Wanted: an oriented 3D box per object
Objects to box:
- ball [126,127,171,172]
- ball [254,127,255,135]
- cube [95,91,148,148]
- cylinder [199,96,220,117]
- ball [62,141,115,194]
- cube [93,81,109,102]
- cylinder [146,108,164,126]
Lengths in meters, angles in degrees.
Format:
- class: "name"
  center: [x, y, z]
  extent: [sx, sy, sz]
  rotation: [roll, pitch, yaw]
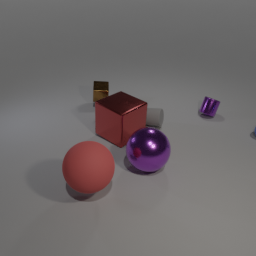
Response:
- class: "ball"
  center: [0.632, 0.671, 8.751]
  extent: [1.400, 1.400, 1.400]
  rotation: [0, 29, 0]
- class: "ball"
  center: [5.125, 0.105, 10.505]
  extent: [0.700, 0.700, 0.700]
  rotation: [0, 29, 0]
- class: "cube"
  center: [-0.268, -0.366, 10.543]
  extent: [1.400, 1.400, 1.400]
  rotation: [28, 40, 34]
- class: "cylinder"
  center: [3.557, -0.938, 12.181]
  extent: [0.700, 0.700, 0.700]
  rotation: [18, 12, -4]
- class: "ball"
  center: [-1.055, 1.046, 7.535]
  extent: [1.400, 1.400, 1.400]
  rotation: [0, 29, 0]
- class: "cube"
  center: [-1.253, -1.675, 12.923]
  extent: [0.700, 0.700, 0.700]
  rotation: [2, 48, -7]
- class: "cylinder"
  center: [1.015, -0.453, 11.260]
  extent: [0.700, 0.700, 0.700]
  rotation: [5, 29, 22]
